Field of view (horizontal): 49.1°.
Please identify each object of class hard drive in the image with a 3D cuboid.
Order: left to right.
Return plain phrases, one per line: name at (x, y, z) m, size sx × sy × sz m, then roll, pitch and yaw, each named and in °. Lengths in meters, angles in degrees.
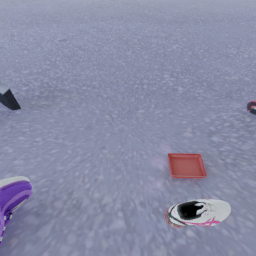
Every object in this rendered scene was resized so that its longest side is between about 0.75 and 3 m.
hard drive at (-4.226, -1.183, 9.295) m, size 1.506 × 1.016 × 0.319 m, roll 30°, pitch 60°, yaw 31°

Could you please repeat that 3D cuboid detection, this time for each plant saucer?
plant saucer at (1.468, 0.971, 7.068) m, size 0.880 × 0.162 × 0.879 m, roll 0°, pitch 33°, yaw 2°

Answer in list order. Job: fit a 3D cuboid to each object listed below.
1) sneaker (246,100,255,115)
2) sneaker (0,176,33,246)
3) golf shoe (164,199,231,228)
sneaker at (4.651, -0.617, 9.114) m, size 0.534 × 0.576 × 1.429 m, roll -23°, pitch 39°, yaw -34°
sneaker at (-2.589, 1.976, 5.099) m, size 1.046 × 1.011 × 2.508 m, roll 28°, pitch 49°, yaw 12°
golf shoe at (1.354, 1.535, 5.068) m, size 1.308 × 0.602 × 0.475 m, roll -4°, pitch 63°, yaw -18°
